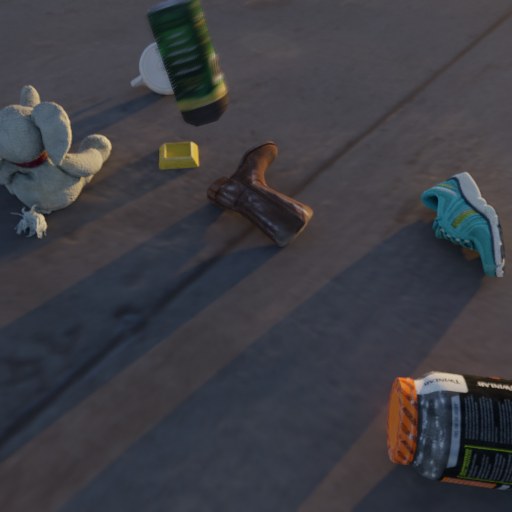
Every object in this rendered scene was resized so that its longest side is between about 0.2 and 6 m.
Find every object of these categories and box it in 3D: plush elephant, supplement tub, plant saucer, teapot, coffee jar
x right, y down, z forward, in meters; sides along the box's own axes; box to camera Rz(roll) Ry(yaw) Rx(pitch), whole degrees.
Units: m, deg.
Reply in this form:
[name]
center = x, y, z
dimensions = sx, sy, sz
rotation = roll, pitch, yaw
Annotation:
[plush elephant]
center = -3.666, -1.781, 9.133
dimensions = 2.053, 1.930, 2.493
rotation = -3, 44, -3
[supplement tub]
center = 2.397, 1.856, 5.955
dimensions = 1.853, 1.135, 1.135
rotation = 6, 44, 5
[plant saucer]
center = -1.468, -1.922, 10.552
dimensions = 0.732, 0.177, 0.732
rotation = -5, 45, -5
[teapot]
center = -2.001, -4.080, 12.301
dimensions = 1.204, 1.188, 0.879
rotation = 21, 6, -10
[coffee jar]
center = -0.999, -2.951, 8.557
dimensions = 0.773, 1.813, 0.945
rotation = -14, 30, 7

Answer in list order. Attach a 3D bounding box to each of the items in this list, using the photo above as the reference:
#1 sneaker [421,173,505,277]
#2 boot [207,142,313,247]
[sneaker]
center = 3.239, -0.422, 8.720
dimensions = 0.876, 0.853, 2.200
rotation = -18, 39, 8
[boot]
center = 0.364, -1.054, 9.340
dimensions = 1.846, 0.593, 1.721
rotation = 31, 65, 32
